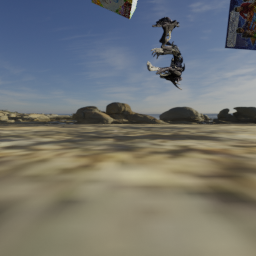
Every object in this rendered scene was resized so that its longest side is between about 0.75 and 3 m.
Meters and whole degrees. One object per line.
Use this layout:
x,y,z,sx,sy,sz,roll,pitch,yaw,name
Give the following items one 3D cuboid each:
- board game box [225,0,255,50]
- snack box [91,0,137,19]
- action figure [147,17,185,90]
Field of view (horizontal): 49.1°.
3.905,-3.559,8.701,1.488,2.198,0.379,13,36,25,board game box
-0.242,-2.693,5.308,0.887,0.356,1.052,25,-20,1,snack box
1.394,-2.625,10.336,1.342,2.630,1.563,-4,34,13,action figure
